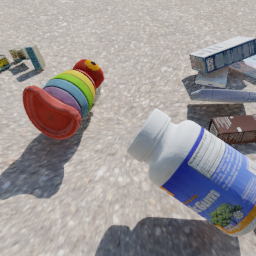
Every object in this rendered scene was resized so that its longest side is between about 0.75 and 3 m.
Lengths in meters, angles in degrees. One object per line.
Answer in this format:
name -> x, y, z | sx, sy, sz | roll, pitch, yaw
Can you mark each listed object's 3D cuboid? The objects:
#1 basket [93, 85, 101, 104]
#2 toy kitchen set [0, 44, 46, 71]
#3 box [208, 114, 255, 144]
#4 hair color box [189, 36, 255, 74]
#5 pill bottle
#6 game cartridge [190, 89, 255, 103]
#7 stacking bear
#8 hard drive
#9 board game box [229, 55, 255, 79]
basket -> -1.350, -1.197, 9.048 | 0.887, 0.547, 0.601 | 12, 44, 15
toy kitchen set -> -4.055, -2.405, 10.360 | 1.476, 0.870, 1.183 | 6, 39, 36
box -> 3.012, 0.046, 7.739 | 1.355, 0.508, 0.678 | -4, 42, -7
hair color box -> 3.339, -2.598, 9.877 | 2.058, 0.623, 1.029 | -21, 25, -9
pill bottle -> 1.284, 0.757, 5.336 | 2.538, 1.422, 1.422 | 33, 49, 3
game cartridge -> 2.884, -0.946, 8.420 | 1.778, 0.360, 1.186 | 3, 6, -2
stacking bear -> -1.501, -1.026, 7.740 | 1.545, 1.447, 2.545 | 31, 48, -1
hard drive -> 3.078, -2.005, 10.167 | 1.021, 0.196, 1.547 | 12, 44, 15
board game box -> 5.099, -2.485, 10.535 | 1.948, 0.425, 1.957 | -30, 50, -29
